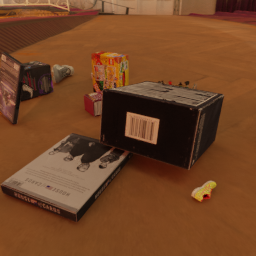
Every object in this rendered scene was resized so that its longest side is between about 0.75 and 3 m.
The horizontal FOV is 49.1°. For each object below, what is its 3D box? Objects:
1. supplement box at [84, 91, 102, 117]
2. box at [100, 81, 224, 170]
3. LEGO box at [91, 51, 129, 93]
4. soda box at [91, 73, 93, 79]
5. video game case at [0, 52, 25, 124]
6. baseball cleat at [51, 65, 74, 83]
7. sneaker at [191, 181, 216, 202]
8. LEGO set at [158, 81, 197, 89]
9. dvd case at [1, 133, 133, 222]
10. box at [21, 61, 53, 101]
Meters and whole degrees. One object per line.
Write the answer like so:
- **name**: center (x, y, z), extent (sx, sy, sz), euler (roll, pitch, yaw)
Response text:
- **supplement box**: center (-0.980, -1.041, 11.290), extent (1.344, 0.694, 0.880), euler (-16, 32, -28)
- **box**: center (1.091, -0.289, 8.399), extent (2.790, 1.719, 2.768), euler (15, 21, 27)
- **LEGO box**: center (-0.766, -2.228, 12.185), extent (1.474, 1.979, 0.764), euler (17, 32, 30)
- **soda box**: center (-1.517, -2.872, 15.201), extent (0.966, 0.329, 0.307), euler (-18, 33, -31)
- **video game case**: center (-4.328, -1.464, 10.229), extent (0.210, 2.217, 1.584), euler (-8, 32, -45)
- **baseball cleat**: center (-3.491, -3.003, 14.959), extent (1.210, 0.793, 2.274), euler (-6, 29, -10)
- **sneaker**: center (1.907, 1.563, 6.806), extent (0.766, 0.299, 0.346), euler (-23, 44, -28)
- **LEGO set**: center (2.196, -1.798, 13.060), extent (1.566, 0.683, 2.412), euler (-10, 16, -22)
- **dvd case**: center (-1.462, 1.096, 7.558), extent (2.222, 0.366, 2.956), euler (13, 30, 22)
- **box**: center (-4.674, -2.094, 12.572), extent (1.185, 1.366, 2.234), euler (23, 34, 38)
